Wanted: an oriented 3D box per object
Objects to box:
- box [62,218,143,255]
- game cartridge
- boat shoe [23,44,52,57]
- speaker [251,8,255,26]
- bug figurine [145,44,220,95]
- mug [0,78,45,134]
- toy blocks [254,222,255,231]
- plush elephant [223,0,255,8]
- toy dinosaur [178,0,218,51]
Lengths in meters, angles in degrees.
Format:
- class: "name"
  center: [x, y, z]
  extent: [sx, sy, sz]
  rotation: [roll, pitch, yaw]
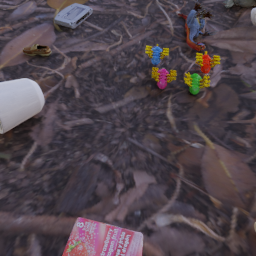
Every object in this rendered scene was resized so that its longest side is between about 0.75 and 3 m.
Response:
- class: "box"
  center: [-0.663, 3.151, 4.705]
  extent: [1.317, 1.375, 2.759]
  rotation: [12, 52, 9]
- class: "game cartridge"
  center: [-2.390, -4.866, 12.114]
  extent: [1.074, 0.330, 1.613]
  rotation: [24, 54, 15]
- class: "boat shoe"
  center: [-3.389, -2.948, 10.438]
  extent: [1.066, 0.394, 0.403]
  rotation: [4, 50, 3]
- class: "speaker"
  center: [3.399, -2.676, 6.418]
  extent: [1.040, 0.422, 0.422]
  rotation: [2, 40, 48]
- class: "bug figurine"
  center: [1.760, -2.017, 9.506]
  extent: [2.543, 0.654, 1.972]
  rotation: [11, 57, 4]
- class: "mug"
  center: [-3.354, -0.871, 8.139]
  extent: [1.437, 1.402, 1.751]
  rotation: [-28, 62, -31]
- class: "toy blocks"
  center: [3.566, 2.320, 5.247]
  extent: [1.497, 1.662, 1.778]
  rotation: [1, 49, 0]
- class: "plush elephant"
  center: [5.467, -6.562, 12.473]
  extent: [2.443, 1.892, 2.012]
  rotation: [-20, 53, -16]
- class: "toy dinosaur"
  center: [2.691, -3.891, 11.183]
  extent: [1.247, 2.374, 2.155]
  rotation: [37, 72, -23]
